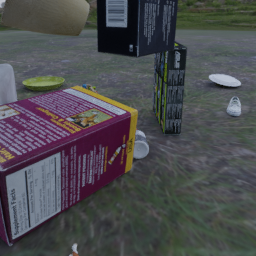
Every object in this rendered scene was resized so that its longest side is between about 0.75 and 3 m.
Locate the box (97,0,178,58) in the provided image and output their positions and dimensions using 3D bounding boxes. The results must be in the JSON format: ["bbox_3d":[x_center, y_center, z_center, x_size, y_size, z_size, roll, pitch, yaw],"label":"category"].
[{"bbox_3d":[0.160,-1.585,3.744,0.661,1.108,1.126,15,25,30],"label":"box"}]

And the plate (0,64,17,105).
[{"bbox_3d":[-3.294,0.018,5.189,2.572,2.567,0.416,-15,64,-23],"label":"plate"}]

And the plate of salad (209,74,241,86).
[{"bbox_3d":[4.186,-2.023,12.173,1.368,0.329,1.368,6,31,-4],"label":"plate of salad"}]

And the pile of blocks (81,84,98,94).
[{"bbox_3d":[-1.453,-1.494,10.750,0.355,0.468,1.141,-16,27,-32],"label":"pile of blocks"}]

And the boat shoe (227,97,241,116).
[{"bbox_3d":[3.425,-0.730,9.068,0.420,0.381,1.141,5,24,13],"label":"boat shoe"}]

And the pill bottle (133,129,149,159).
[{"bbox_3d":[0.207,0.322,6.527,0.461,0.461,0.868,-2,22,-4],"label":"pill bottle"}]

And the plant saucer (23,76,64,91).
[{"bbox_3d":[-3.566,-1.886,11.922,1.718,0.267,1.718,0,24,0],"label":"plant saucer"}]

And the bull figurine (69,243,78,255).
[{"bbox_3d":[-0.724,1.744,3.444,0.843,0.274,0.512,-12,24,-28],"label":"bull figurine"}]

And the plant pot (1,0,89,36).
[{"bbox_3d":[-1.980,-3.069,7.004,1.845,1.728,1.728,16,15,-26],"label":"plant pot"}]

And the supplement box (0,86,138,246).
[{"bbox_3d":[-1.367,0.372,5.004,1.804,1.422,2.755,26,34,33],"label":"supplement box"}]

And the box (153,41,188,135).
[{"bbox_3d":[1.100,-1.258,7.896,0.542,2.280,2.202,-2,22,-5],"label":"box"}]
